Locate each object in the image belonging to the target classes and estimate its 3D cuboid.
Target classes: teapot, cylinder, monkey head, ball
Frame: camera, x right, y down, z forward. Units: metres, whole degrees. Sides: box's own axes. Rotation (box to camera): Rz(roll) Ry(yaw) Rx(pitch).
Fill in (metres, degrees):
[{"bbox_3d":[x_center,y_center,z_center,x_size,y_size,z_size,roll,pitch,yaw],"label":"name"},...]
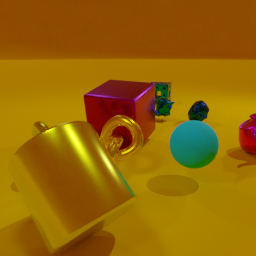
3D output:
[{"bbox_3d":[2.984,0.080,6.319,1.062,0.836,1.708,-23,9,29],"label":"teapot"},{"bbox_3d":[2.335,-0.509,9.149,0.592,0.752,1.209,31,17,-6],"label":"teapot"},{"bbox_3d":[-0.633,0.674,3.278,1.113,1.113,1.113,-16,64,-45],"label":"cylinder"},{"bbox_3d":[1.110,-0.710,9.491,0.757,0.634,1.052,-6,13,-33],"label":"monkey head"},{"bbox_3d":[1.139,0.285,4.861,0.836,0.836,0.836,0,15,0],"label":"ball"}]

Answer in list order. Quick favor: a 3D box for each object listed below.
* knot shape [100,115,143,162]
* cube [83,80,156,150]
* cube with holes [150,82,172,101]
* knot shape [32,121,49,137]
[{"bbox_3d":[-0.264,0.301,5.088,0.577,1.169,1.250,41,12,-34],"label":"knot shape"},{"bbox_3d":[-0.149,-0.359,6.959,1.310,1.310,1.310,9,29,24],"label":"cube"},{"bbox_3d":[1.399,-1.549,12.540,0.926,0.926,0.926,5,16,17],"label":"cube with holes"},{"bbox_3d":[-1.325,0.358,5.238,1.440,0.665,1.347,21,-4,7],"label":"knot shape"}]
